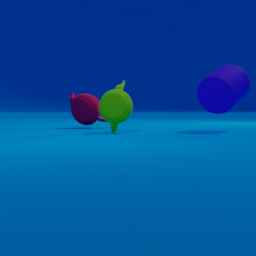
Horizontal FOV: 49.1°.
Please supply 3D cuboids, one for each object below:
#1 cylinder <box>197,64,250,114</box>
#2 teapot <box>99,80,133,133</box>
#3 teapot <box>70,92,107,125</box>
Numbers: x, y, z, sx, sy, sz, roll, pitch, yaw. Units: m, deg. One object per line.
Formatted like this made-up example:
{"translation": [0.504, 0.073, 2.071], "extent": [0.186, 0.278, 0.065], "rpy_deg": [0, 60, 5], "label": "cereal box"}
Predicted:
{"translation": [2.450, -1.004, 7.199], "extent": [0.999, 0.999, 0.999], "rpy_deg": [4, 29, 47], "label": "cylinder"}
{"translation": [-0.252, -0.544, 6.789], "extent": [0.828, 1.331, 0.652], "rpy_deg": [9, 0, 16], "label": "teapot"}
{"translation": [-1.305, -0.648, 8.800], "extent": [1.600, 0.995, 0.784], "rpy_deg": [34, 29, 9], "label": "teapot"}
